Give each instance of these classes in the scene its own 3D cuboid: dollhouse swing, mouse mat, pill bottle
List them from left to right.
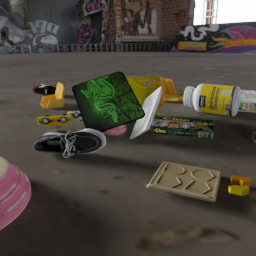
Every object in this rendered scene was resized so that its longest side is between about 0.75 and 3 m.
[{"bbox_3d":[-3.578,-1.568,13.261,1.048,1.014,1.154,-10,23,-28],"label":"dollhouse swing"},{"bbox_3d":[-0.751,-0.967,9.842,2.041,0.095,2.537,-20,52,-9],"label":"mouse mat"},{"bbox_3d":[2.204,-2.019,14.271,1.365,1.411,1.553,-12,8,39],"label":"dollhouse swing"},{"bbox_3d":[3.571,-1.243,11.981,2.201,1.233,1.233,10,21,28],"label":"pill bottle"}]

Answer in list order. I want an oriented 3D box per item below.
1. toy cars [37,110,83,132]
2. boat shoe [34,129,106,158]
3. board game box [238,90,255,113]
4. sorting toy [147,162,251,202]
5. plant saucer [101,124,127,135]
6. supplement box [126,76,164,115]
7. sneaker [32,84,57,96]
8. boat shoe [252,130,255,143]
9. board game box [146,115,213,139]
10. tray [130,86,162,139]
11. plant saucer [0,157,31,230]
[{"bbox_3d":[-2.110,-0.284,10.304,1.133,0.560,2.528,8,16,39],"label":"toy cars"},{"bbox_3d":[-1.651,0.427,7.863,2.025,0.748,0.692,4,16,11],"label":"boat shoe"},{"bbox_3d":[5.228,-1.375,13.500,1.830,0.466,2.721,6,20,18],"label":"board game box"},{"bbox_3d":[1.623,1.261,6.294,2.092,0.280,1.559,8,16,21],"label":"sorting toy"},{"bbox_3d":[-0.736,-0.246,9.901,1.454,0.368,1.454,12,24,-5],"label":"plant saucer"},{"bbox_3d":[0.149,-1.232,11.252,2.258,1.237,1.229,-3,-20,-10],"label":"supplement box"},{"bbox_3d":[-4.540,-2.092,15.389,1.672,0.591,0.817,3,17,6],"label":"sneaker"},{"bbox_3d":[4.829,0.326,7.905,0.938,0.923,2.518,-17,25,-40],"label":"boat shoe"},{"bbox_3d":[1.726,-0.085,10.100,2.600,0.305,1.362,5,18,14],"label":"board game box"},{"bbox_3d":[0.663,-0.479,9.337,1.007,0.208,1.875,-34,28,52],"label":"tray"},{"bbox_3d":[-3.483,1.251,5.547,2.912,0.738,2.912,0,18,0],"label":"plant saucer"}]
